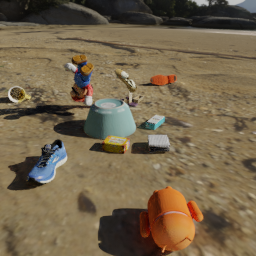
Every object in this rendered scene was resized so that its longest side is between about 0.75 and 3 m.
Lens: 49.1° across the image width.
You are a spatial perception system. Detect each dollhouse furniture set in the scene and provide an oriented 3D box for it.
[{"bbox_3d":[0.217,-1.628,13.446,0.874,0.783,1.103,14,28,28],"label":"dollhouse furniture set"}]

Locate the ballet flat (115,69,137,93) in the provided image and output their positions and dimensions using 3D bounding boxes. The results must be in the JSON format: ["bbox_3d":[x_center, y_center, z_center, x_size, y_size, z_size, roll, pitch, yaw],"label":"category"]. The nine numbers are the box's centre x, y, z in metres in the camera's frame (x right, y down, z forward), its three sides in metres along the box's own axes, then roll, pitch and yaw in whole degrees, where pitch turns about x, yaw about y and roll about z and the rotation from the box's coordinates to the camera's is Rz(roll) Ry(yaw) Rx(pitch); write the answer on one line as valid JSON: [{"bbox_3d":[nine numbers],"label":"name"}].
[{"bbox_3d":[-0.034,-2.140,12.317,0.413,1.309,0.449,-16,34,45],"label":"ballet flat"}]

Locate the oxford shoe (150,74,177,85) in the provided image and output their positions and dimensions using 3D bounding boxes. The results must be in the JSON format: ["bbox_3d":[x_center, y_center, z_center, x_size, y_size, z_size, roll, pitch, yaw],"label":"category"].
[{"bbox_3d":[1.989,-2.793,16.375,1.687,0.601,0.615,-5,5,-21],"label":"oxford shoe"}]

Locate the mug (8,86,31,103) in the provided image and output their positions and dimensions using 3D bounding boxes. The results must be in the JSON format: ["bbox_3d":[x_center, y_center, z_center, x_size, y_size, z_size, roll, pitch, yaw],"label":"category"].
[{"bbox_3d":[-5.400,-1.625,13.750,0.780,0.974,0.799,-41,26,-8],"label":"mug"}]

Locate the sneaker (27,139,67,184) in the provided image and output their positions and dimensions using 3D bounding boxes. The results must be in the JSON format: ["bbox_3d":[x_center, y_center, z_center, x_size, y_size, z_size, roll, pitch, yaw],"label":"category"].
[{"bbox_3d":[-2.334,0.898,7.990,0.724,0.821,1.843,4,26,9],"label":"sneaker"}]

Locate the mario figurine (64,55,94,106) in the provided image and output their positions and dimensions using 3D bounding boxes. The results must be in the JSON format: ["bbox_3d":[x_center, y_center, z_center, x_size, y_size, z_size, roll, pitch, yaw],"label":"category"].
[{"bbox_3d":[-2.069,-1.826,11.718,1.271,2.398,1.480,3,60,-8],"label":"mario figurine"}]

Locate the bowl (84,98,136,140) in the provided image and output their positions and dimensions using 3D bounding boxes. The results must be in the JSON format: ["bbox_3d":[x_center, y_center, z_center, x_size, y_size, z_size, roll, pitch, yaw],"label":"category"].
[{"bbox_3d":[-0.687,-0.464,10.647,2.013,1.053,2.013,1,25,0],"label":"bowl"}]

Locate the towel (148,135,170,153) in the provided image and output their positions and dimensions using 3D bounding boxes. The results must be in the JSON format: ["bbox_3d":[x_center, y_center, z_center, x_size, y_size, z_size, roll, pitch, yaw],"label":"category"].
[{"bbox_3d":[1.015,0.531,9.340,0.704,0.364,0.850,2,23,0],"label":"towel"}]

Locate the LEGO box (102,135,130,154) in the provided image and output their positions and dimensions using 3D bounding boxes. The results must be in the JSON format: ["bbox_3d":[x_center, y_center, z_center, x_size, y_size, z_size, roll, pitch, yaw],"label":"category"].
[{"bbox_3d":[-0.400,0.543,9.355,0.782,0.302,0.582,8,26,16],"label":"LEGO box"}]

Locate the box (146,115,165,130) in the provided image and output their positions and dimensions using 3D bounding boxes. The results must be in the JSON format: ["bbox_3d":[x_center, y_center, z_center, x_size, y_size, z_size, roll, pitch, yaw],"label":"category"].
[{"bbox_3d":[1.089,-0.237,11.107,0.396,0.237,0.963,14,28,27],"label":"box"}]

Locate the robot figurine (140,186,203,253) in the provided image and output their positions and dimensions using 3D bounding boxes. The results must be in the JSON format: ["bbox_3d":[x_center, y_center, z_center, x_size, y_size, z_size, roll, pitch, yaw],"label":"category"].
[{"bbox_3d":[0.859,1.884,5.829,1.093,0.886,1.519,17,22,-10],"label":"robot figurine"}]
